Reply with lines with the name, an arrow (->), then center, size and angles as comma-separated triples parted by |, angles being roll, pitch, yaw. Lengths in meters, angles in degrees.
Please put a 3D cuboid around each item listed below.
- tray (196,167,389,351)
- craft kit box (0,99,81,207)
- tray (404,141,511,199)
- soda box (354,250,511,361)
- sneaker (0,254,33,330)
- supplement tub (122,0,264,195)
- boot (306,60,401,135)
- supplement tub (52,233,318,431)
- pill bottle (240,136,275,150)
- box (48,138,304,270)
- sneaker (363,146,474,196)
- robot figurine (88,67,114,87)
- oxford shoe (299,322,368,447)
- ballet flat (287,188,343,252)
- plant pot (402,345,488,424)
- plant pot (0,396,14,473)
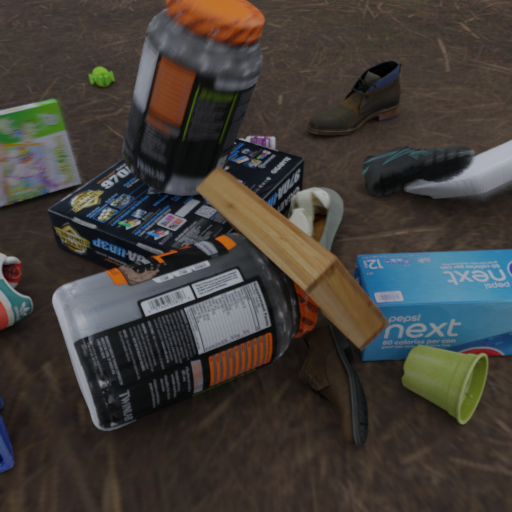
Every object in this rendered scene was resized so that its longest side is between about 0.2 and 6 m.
tray -> 0.388, -0.086, 7.564 | 0.561, 1.496, 3.032 | -46, 40, -1
craft kit box -> -4.452, -1.969, 10.782 | 1.691, 1.712, 0.415 | -23, 33, -24
tray -> 4.947, -1.852, 11.139 | 3.727, 0.413, 2.001 | -24, 12, -24
soda box -> 3.183, 0.692, 8.092 | 3.447, 1.169, 1.106 | -2, 40, -2
sneaker -> -4.567, 0.268, 8.900 | 1.376, 1.036, 2.943 | -16, 41, -37
supplement tub -> -1.017, -2.609, 9.004 | 1.820, 2.971, 1.820 | 15, 39, -13
boot -> 2.351, -3.780, 13.320 | 2.725, 1.321, 1.018 | -23, 45, -25
supplement tub -> -0.873, 0.834, 7.367 | 3.096, 1.896, 1.896 | -18, 43, -22
pill bottle -> 0.010, -2.412, 12.369 | 0.808, 0.453, 0.453 | 1, 40, -1
box -> -1.293, -1.037, 10.375 | 3.058, 0.885, 3.847 | 20, 44, 22
sneaker -> 3.162, -1.883, 11.073 | 2.165, 0.816, 0.858 | -12, 51, 6
robot figurine -> -4.244, -4.917, 15.380 | 0.660, 0.435, 0.752 | -17, 43, -19
oxford shoe -> 1.005, 1.719, 7.403 | 0.784, 0.675, 1.858 | -17, 38, 6
ballet flat -> 0.935, -0.612, 9.735 | 0.987, 0.933, 2.929 | -9, 37, 21
plant pot -> 2.432, 1.591, 7.349 | 0.865, 0.941, 0.941 | 17, 41, 36
plant pot -> -3.748, 1.870, 6.601 | 1.366, 1.367, 1.229 | -15, 37, -16
